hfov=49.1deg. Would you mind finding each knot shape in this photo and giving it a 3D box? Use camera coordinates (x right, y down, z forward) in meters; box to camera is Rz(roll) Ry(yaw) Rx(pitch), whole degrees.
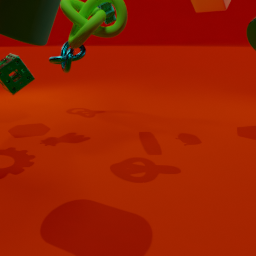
[{"bbox_3d":[-0.875,-2.444,6.112,1.479,0.683,1.384,-39,63,-12],"label":"knot shape"},{"bbox_3d":[-2.341,-2.644,10.498,1.345,0.664,1.437,-9,46,32],"label":"knot shape"}]

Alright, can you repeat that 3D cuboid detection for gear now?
[{"bbox_3d":[-0.777,-3.646,7.616,0.292,1.580,1.580,-24,19,0],"label":"gear"}]

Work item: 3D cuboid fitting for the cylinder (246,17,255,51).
[{"bbox_3d":[2.880,-1.917,5.262,0.885,0.885,0.885,-41,28,-8],"label":"cylinder"}]

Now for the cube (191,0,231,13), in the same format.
[{"bbox_3d":[2.467,-4.169,8.237,1.002,1.002,1.002,15,-19,41],"label":"cube"}]

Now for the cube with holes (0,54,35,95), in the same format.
[{"bbox_3d":[-3.514,-1.632,8.462,0.825,0.825,0.825,-43,38,-18],"label":"cube with holes"}]

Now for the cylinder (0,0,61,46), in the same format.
[{"bbox_3d":[-1.625,-2.002,4.252,1.122,1.122,1.122,23,18,-8],"label":"cylinder"}]
